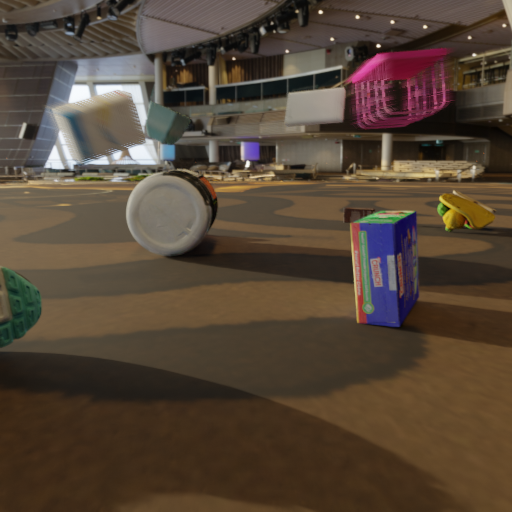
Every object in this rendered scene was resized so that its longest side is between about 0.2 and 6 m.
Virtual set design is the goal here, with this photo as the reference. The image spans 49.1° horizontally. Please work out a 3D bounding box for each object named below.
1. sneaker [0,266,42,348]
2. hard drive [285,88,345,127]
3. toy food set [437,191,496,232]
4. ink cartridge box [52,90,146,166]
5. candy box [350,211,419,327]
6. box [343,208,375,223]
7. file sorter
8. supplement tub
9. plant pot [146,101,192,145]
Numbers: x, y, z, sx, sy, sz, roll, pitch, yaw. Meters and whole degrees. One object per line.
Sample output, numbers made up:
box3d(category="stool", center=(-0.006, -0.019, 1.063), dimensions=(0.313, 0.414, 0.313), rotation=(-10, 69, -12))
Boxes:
box3d(category="sneaker", center=(-3.705, 0.495, 5.791), dimensions=(2.820, 1.094, 1.286), rotation=(-2, 6, -17))
box3d(category="hard drive", center=(1.365, -3.454, 13.008), dimensions=(1.328, 0.876, 0.177), rotation=(0, -22, 21))
box3d(category="toy food set", center=(5.845, -1.076, 15.834), dimensions=(1.531, 0.850, 2.602), rotation=(30, 23, 20))
box3d(category="ink cartridge box", center=(-2.392, -1.992, 8.584), dimensions=(1.099, 0.795, 0.809), rotation=(-24, 29, -18))
box3d(category="candy box", center=(1.699, 0.104, 7.212), dimensions=(0.574, 1.261, 1.491), rotation=(-1, 9, 24))
box3d(category="box", center=(3.207, -1.250, 17.422), dimensions=(0.926, 0.464, 0.347), rotation=(5, 11, 23))
box3d(category="file sorter", center=(2.932, -3.376, 11.609), dimensions=(1.334, 1.204, 1.920), rotation=(-6, 5, -4))
box3d(category="supplement tub", center=(-1.763, -1.054, 12.515), dimensions=(1.732, 1.732, 2.827), rotation=(0, 10, 1))
box3d(category="plant pot", center=(-1.825, -2.626, 11.294), dimensions=(0.663, 0.676, 0.662), rotation=(28, 11, 17))
